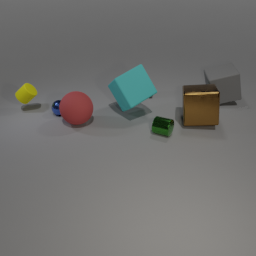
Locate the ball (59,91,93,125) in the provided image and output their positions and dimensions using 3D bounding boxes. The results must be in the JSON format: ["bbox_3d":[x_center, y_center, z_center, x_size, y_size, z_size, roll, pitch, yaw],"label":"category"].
[{"bbox_3d":[-2.157,-0.836,11.736,1.400,1.400,1.400,0,29,0],"label":"ball"}]

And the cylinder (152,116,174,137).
[{"bbox_3d":[1.392,-0.070,11.144,0.700,0.700,0.700,14,32,25],"label":"cylinder"}]

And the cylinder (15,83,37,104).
[{"bbox_3d":[-4.642,-1.569,12.788,0.700,0.700,0.700,-36,21,21],"label":"cylinder"}]

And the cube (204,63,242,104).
[{"bbox_3d":[4.609,-2.159,13.702,1.400,1.400,1.400,-12,33,11],"label":"cube"}]

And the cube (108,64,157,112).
[{"bbox_3d":[0.171,-1.721,12.313,1.400,1.400,1.400,-32,5,-15],"label":"cube"}]

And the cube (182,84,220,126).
[{"bbox_3d":[3.027,-0.988,11.787,1.400,1.400,1.400,-1,22,10],"label":"cube"}]

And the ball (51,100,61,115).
[{"bbox_3d":[-3.106,-0.922,12.685,0.700,0.700,0.700,0,29,0],"label":"ball"}]
